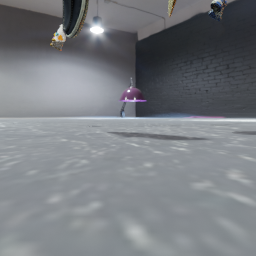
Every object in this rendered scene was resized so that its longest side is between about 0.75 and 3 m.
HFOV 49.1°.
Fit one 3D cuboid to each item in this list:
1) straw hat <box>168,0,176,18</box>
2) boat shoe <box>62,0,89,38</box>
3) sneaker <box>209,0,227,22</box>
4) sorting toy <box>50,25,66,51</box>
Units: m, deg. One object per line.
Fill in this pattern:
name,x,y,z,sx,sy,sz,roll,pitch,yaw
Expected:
straw hat,0.875,-3.473,6.219,0.762,1.800,1.800,18,3,2
boat shoe,-1.239,-3.183,5.740,0.796,2.557,0.954,-6,30,-27
sneaker,2.750,-3.597,8.383,0.435,0.481,1.129,37,4,10
sorting toy,-2.462,-3.294,10.039,0.435,0.734,0.815,15,-15,-21
